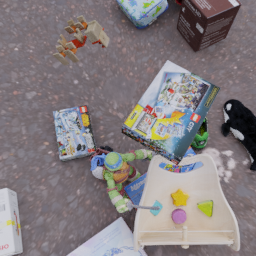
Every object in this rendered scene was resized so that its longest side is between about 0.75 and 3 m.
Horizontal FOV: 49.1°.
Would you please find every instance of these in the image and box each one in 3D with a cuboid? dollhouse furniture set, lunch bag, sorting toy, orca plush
[{"bbox_3d":[-1.443,-2.751,8.875,1.505,0.784,1.522,-6,57,32],"label":"dollhouse furniture set"},{"bbox_3d":[0.599,-5.778,12.627,1.847,0.947,2.298,-38,68,9],"label":"lunch bag"},{"bbox_3d":[1.639,2.137,8.499,2.990,1.598,2.692,0,93,-1],"label":"sorting toy"},{"bbox_3d":[4.338,0.084,10.231,1.528,1.033,2.905,0,66,0],"label":"orca plush"}]

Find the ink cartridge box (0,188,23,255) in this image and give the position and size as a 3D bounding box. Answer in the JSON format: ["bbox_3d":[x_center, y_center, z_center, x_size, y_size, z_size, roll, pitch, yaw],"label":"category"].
[{"bbox_3d":[-4.326,3.157,8.979,1.470,0.845,2.025,-14,67,-6],"label":"ink cartridge box"}]

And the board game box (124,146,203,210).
[{"bbox_3d":[1.400,1.927,9.752,2.855,0.278,1.470,-31,78,-13],"label":"board game box"}]

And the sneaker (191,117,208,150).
[{"bbox_3d":[2.573,-0.467,10.480,0.950,1.038,2.436,-8,66,-3],"label":"sneaker"}]

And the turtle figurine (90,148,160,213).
[{"bbox_3d":[0.231,1.677,8.647,2.731,2.648,1.966,-1,66,0],"label":"turtle figurine"}]

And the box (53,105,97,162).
[{"bbox_3d":[-1.993,0.172,10.542,1.354,0.394,1.978,-12,67,-5],"label":"box"}]

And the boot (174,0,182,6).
[{"bbox_3d":[2.823,-6.657,13.010,2.721,0.996,2.049,-5,70,-33],"label":"boot"}]

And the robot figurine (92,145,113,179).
[{"bbox_3d":[-0.853,1.225,9.919,0.728,0.876,1.166,15,65,-12],"label":"robot figurine"}]

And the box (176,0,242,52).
[{"bbox_3d":[3.289,-4.687,11.795,1.664,2.027,1.681,-26,68,-11],"label":"box"}]

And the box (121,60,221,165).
[{"bbox_3d":[1.092,-0.447,6.911,1.564,0.432,2.290,31,66,8],"label":"box"}]

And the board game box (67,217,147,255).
[{"bbox_3d":[-0.547,4.640,8.465,2.711,0.588,2.697,-32,70,-13],"label":"board game box"}]
